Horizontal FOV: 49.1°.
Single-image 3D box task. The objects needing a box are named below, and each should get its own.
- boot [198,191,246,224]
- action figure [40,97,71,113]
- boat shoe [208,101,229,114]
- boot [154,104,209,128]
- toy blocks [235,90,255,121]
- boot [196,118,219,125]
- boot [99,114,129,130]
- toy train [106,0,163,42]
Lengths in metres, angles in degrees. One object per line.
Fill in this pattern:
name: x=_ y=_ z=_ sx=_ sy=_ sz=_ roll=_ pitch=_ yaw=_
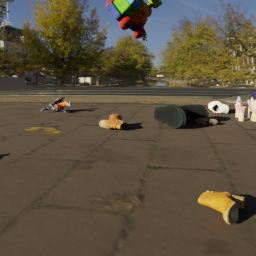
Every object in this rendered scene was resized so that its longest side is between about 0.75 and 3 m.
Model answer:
boot: x=1.264 y=1.097 z=3.954 sx=0.589 sy=0.290 sz=0.823 roll=1 pitch=5 yaw=35
action figure: x=-3.814 y=-1.045 z=14.942 sx=1.518 sy=0.794 sz=1.468 roll=-35 pitch=18 yaw=-22
boat shoe: x=4.675 y=-1.106 z=14.896 sx=0.557 sy=0.569 sz=1.608 roll=-3 pitch=12 yaw=-16
boot: x=2.327 y=-0.538 z=11.197 sx=1.916 sy=0.865 sz=2.338 roll=-3 pitch=8 yaw=-20
toy blocks: x=5.644 y=-1.035 z=12.408 sx=1.584 sy=1.333 sz=1.480 roll=3 pitch=10 yaw=14
boot: x=3.212 y=-0.250 z=11.235 sx=0.587 sy=0.282 sz=0.803 roll=-1 pitch=9 yaw=-41
boot: x=-0.337 y=-0.186 z=10.383 sx=0.965 sy=0.460 sz=1.247 roll=8 pitch=22 yaw=33
toy train: x=0.453 y=-3.141 z=7.655 sx=1.206 sy=0.882 sz=2.084 roll=-39 pitch=-20 yaw=23
